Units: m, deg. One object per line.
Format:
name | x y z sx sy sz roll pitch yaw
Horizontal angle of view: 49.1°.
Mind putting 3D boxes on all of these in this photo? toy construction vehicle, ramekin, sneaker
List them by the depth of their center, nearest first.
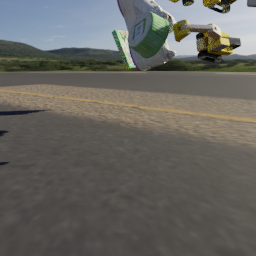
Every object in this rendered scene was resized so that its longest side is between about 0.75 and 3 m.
ramekin | 0.368 -1.846 5.501 0.416 0.851 0.851 20 1 -33
toy construction vehicle | 1.710 -2.471 5.850 2.188 1.905 0.770 3 -9 -36
sneaker | 0.575 -3.231 8.023 1.493 2.998 1.122 -13 7 19

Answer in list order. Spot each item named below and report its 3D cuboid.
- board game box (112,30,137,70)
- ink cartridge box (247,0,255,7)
board game box | 0.048 -3.090 11.098 0.233 1.600 1.077 -24 -4 41
ink cartridge box | 1.662 -1.820 2.726 0.522 0.918 1.260 19 45 35
